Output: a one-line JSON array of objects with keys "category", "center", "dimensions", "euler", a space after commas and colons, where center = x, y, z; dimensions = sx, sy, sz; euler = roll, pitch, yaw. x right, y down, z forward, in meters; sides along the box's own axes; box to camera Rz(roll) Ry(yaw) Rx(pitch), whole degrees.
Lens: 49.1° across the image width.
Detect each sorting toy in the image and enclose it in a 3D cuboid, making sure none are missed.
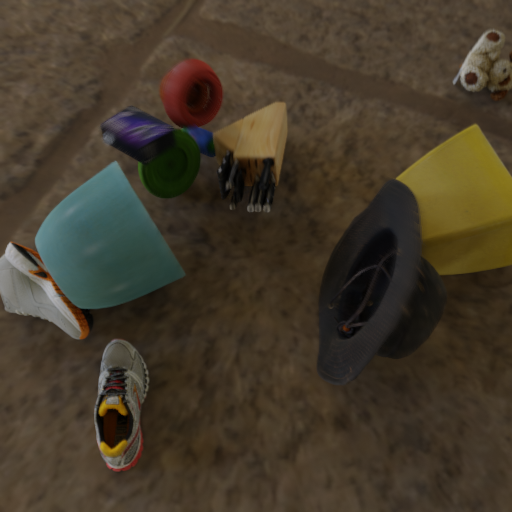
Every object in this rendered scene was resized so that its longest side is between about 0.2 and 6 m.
[{"category": "sorting toy", "center": [-1.612, -2.554, 11.283], "dimensions": [1.126, 1.648, 2.743], "euler": [29, 97, 41]}]

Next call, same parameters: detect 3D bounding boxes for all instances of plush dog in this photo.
[{"category": "plush dog", "center": [5.282, -4.131, 12.612], "dimensions": [1.214, 1.134, 1.413], "euler": [26, 92, -1]}]

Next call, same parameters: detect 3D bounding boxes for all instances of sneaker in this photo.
[{"category": "sneaker", "center": [-3.837, 0.810, 9.906], "dimensions": [2.218, 0.839, 1.020], "euler": [42, 92, 16]}, {"category": "sneaker", "center": [-2.145, 2.280, 8.922], "dimensions": [0.805, 0.850, 2.068], "euler": [-8, 60, -5]}]

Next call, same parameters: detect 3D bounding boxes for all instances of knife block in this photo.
[{"category": "knife block", "center": [0.187, -1.869, 10.935], "dimensions": [2.357, 0.754, 2.069], "euler": [-31, 53, -20]}]

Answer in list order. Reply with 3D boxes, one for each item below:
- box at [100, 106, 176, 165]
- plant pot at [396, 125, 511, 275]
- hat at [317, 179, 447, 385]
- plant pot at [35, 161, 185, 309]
[{"category": "box", "center": [-2.118, -2.183, 10.071], "dimensions": [1.099, 0.434, 0.776], "euler": [30, 52, 24]}, {"category": "plant pot", "center": [3.462, -0.756, 10.112], "dimensions": [1.771, 2.008, 2.008], "euler": [-20, 62, 3]}, {"category": "hat", "center": [2.163, 0.554, 8.875], "dimensions": [1.374, 3.406, 3.406], "euler": [19, 61, -9]}, {"category": "plant pot", "center": [-2.567, -0.161, 9.569], "dimensions": [1.832, 2.283, 2.283], "euler": [-32, 65, -7]}]
